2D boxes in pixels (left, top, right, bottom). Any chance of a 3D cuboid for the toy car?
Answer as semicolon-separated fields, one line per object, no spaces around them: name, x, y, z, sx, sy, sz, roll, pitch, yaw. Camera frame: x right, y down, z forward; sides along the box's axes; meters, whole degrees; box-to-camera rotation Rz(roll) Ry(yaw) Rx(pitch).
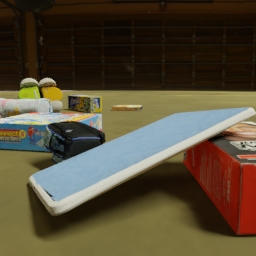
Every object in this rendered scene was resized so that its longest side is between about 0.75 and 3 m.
toy car;-4.011;-1.264;12.707;1.937;1.695;1.452;-7;-23;-33

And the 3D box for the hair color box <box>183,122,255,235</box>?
hair color box;1.596;0.448;3.770;1.256;0.758;2.474;-1;9;-1

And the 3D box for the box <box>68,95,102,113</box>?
box;-2.213;-1.264;14.174;0.708;0.771;2.202;-8;13;-41

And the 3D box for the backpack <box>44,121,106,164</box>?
backpack;-0.985;0.273;4.859;0.869;0.698;0.950;-3;21;-45

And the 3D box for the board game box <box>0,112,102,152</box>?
board game box;-1.921;0.033;6.808;2.060;0.588;2.103;2;9;12

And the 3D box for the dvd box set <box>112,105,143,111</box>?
dvd box set;-0.024;-1.058;14.651;1.475;0.217;1.079;2;10;10

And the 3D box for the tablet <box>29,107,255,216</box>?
tablet;0.123;0.280;3.827;2.797;0.191;1.820;-22;10;-24

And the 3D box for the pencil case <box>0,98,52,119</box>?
pencil case;-3.819;-0.661;10.164;2.082;0.866;0.945;1;26;15
